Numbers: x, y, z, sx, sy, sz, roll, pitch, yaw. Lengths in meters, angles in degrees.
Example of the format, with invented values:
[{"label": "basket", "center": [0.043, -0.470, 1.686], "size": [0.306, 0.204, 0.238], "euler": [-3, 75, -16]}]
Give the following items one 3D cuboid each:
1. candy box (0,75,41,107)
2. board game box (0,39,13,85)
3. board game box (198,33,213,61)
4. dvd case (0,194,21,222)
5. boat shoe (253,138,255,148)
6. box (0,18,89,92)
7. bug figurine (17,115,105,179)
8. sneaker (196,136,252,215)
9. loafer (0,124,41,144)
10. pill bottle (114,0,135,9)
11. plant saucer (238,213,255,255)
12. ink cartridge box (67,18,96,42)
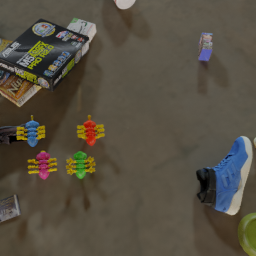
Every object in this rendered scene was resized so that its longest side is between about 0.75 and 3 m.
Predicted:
[{"label": "candy box", "center": [-3.998, -1.768, 10.922], "size": [1.018, 0.488, 1.764], "euler": [33, 65, 15]}, {"label": "board game box", "center": [-5.488, -2.674, 11.465], "size": [1.545, 0.395, 2.281], "euler": [14, 64, 7]}, {"label": "board game box", "center": [3.215, -3.371, 11.641], "size": [0.427, 0.702, 0.881], "euler": [6, 63, 3]}, {"label": "dvd case", "center": [-3.970, 2.616, 9.013], "size": [0.928, 0.074, 0.690], "euler": [-19, 65, -9]}, {"label": "boat shoe", "center": [5.413, 0.363, 9.831], "size": [1.881, 0.611, 0.679], "euler": [-6, 64, -3]}, {"label": "box", "center": [-3.233, -2.978, 11.064], "size": [2.362, 0.653, 2.948], "euler": [24, 54, 7]}, {"label": "bug figurine", "center": [-2.255, 0.626, 9.553], "size": [2.874, 0.739, 2.228], "euler": [0, 71, -11]}, {"label": "sneaker", "center": [3.006, 1.329, 9.023], "size": [1.422, 0.981, 2.556], "euler": [17, 80, 3]}, {"label": "loafer", "center": [-4.065, 0.290, 9.855], "size": [1.954, 0.702, 0.615], "euler": [-11, 68, -8]}, {"label": "pill bottle", "center": [-0.390, -6.471, 13.018], "size": [1.001, 1.001, 1.673], "euler": [-21, 66, -10]}, {"label": "plant saucer", "center": [4.115, 3.313, 8.587], "size": [1.421, 0.221, 1.421], "euler": [0, 64, -1]}, {"label": "ink cartridge box", "center": [-2.018, -4.278, 12.239], "size": [1.050, 0.443, 0.767], "euler": [19, 65, 9]}]
